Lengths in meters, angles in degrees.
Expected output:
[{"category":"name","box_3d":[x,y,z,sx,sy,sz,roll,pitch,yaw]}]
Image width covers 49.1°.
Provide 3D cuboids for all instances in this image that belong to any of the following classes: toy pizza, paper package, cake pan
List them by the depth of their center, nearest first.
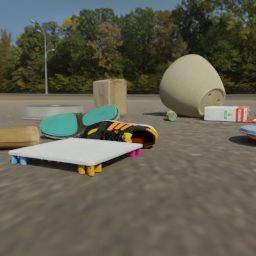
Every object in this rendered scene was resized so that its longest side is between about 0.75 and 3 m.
[{"category":"toy pizza","box_3d":[2.946,0.161,5.158,1.706,0.270,1.706,1,7,0]},{"category":"cake pan","box_3d":[-2.914,-0.652,11.118,2.551,0.468,2.551,0,6,0]},{"category":"paper package","box_3d":[-0.757,-1.211,11.433,0.808,1.489,1.563,-4,8,-31]}]

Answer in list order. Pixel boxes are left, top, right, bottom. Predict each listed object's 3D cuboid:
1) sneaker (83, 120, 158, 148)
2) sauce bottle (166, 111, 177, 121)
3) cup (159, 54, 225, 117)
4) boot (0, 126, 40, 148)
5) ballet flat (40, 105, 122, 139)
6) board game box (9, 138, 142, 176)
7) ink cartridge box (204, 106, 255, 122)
[{"category":"sneaker","box_3d":[-0.126,0.115,4.727,1.303,0.456,0.586,2,4,-2]},{"category":"sauce bottle","box_3d":[1.518,-0.434,9.919,0.329,0.329,1.018,0,6,2]},{"category":"cup","box_3d":[2.751,-1.400,11.069,2.486,2.486,1.778,-4,34,-29]},{"category":"boot","box_3d":[-2.273,0.137,4.844,1.324,0.438,1.159,-4,21,-24]},{"category":"ballet flat","box_3d":[-0.921,-0.034,5.713,1.702,0.612,0.612,-11,5,12]},{"category":"board game box","box_3d":[-0.674,0.354,3.936,1.353,0.175,1.353,3,7,27]},{"category":"ink cartridge box","box_3d":[3.732,-0.495,9.611,1.956,0.492,1.066,3,8,32]}]
